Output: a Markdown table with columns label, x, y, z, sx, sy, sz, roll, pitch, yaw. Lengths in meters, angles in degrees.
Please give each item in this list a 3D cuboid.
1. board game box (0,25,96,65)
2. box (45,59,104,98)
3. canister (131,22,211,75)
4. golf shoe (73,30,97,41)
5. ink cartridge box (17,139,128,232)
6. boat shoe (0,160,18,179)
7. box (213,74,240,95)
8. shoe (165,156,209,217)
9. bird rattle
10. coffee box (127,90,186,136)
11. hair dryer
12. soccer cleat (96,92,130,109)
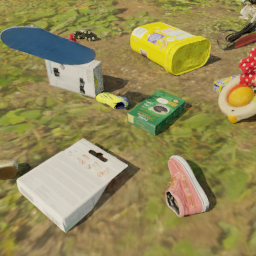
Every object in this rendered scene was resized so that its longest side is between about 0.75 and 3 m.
| label | x | y | z | sx | sy | sz | roll | pitch | yaw |
| --- | --- | --- | --- | --- | --- | --- | --- | --- | --- |
| board game box | -1.966 | -2.248 | 7.209 | 2.362 | 0.460 | 1.866 | 11 | -8 | -38 |
| box | -1.994 | -2.019 | 10.496 | 2.105 | 1.228 | 0.633 | 17 | 42 | 19 |
| canister | 1.781 | -3.655 | 12.465 | 2.225 | 1.296 | 2.996 | -23 | 43 | -26 |
| golf shoe | -2.180 | -4.895 | 14.602 | 1.353 | 0.522 | 0.596 | 14 | 34 | 16 |
| ink cartridge box | -1.343 | 1.287 | 7.070 | 1.750 | 0.545 | 2.175 | 28 | 42 | 30 |
| boat shoe | -3.602 | 1.097 | 7.289 | 1.412 | 0.509 | 0.459 | -8 | 29 | -11 |
| box | 3.903 | -1.665 | 10.707 | 1.271 | 0.409 | 0.445 | -16 | 42 | -20 |
| shoe | 1.209 | 1.365 | 6.832 | 0.764 | 0.600 | 1.680 | -9 | 44 | -19 |
| bird rattle | 3.955 | -1.283 | 9.155 | 2.169 | 1.498 | 2.660 | -31 | 48 | 24 |
| coffee box | 0.966 | -0.562 | 9.345 | 1.163 | 0.416 | 1.891 | 26 | 45 | 28 |
| hair dryer | 3.489 | -2.416 | 7.352 | 0.586 | 1.644 | 2.158 | -4 | 47 | -34 |
| soccer cleat | -0.567 | -0.929 | 9.822 | 1.264 | 0.409 | 0.529 | 10 | 54 | 16 |
